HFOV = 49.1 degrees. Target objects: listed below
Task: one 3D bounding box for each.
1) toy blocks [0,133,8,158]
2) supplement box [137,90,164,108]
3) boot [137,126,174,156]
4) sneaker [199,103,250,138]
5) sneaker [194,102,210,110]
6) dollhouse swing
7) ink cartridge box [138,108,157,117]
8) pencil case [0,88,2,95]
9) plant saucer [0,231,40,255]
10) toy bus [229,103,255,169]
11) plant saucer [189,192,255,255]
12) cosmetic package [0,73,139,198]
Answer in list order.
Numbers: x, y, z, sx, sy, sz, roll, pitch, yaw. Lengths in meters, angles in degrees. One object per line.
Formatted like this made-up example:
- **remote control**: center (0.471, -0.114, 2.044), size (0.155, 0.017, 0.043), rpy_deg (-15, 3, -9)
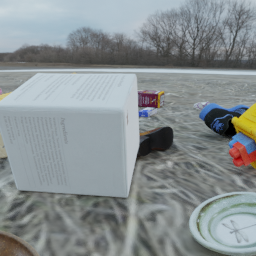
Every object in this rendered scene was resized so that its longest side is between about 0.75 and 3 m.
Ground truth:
- **toy blocks**: center (-3.942, 0.228, 8.559), size (2.015, 0.732, 1.679), rpy_deg (9, 18, 32)
- **supplement box**: center (0.979, -1.594, 15.144), size (1.790, 0.767, 0.988), rpy_deg (6, 16, 20)
- **boot**: center (0.148, 0.355, 8.691), size (2.086, 0.714, 1.963), rpy_deg (5, 23, 43)
- **sneaker**: center (3.769, -0.166, 9.855), size (2.899, 1.017, 1.129), rpy_deg (0, 41, -36)
- **sneaker**: center (3.722, -1.106, 14.348), size (1.009, 0.378, 0.503), rpy_deg (-7, -1, -27)
- **dollhouse swing**: center (-4.201, -1.866, 12.896), size (2.557, 2.643, 2.908), rpy_deg (31, 19, 1)
- **ink cartridge box**: center (0.920, -0.738, 13.032), size (0.501, 0.236, 1.065), rpy_deg (7, 17, 27)
- **pencil case**: center (-8.636, -2.178, 17.512), size (0.609, 0.637, 1.471), rpy_deg (19, 20, 26)
- **plant saucer**: center (-2.188, 1.973, 2.562), size (2.870, 0.525, 2.870), rpy_deg (-1, 15, 0)
- **toy bus**: center (3.360, 0.412, 6.726), size (1.915, 1.995, 1.354), rpy_deg (-35, 24, -1)
- **plant saucer**: center (1.685, 1.492, 4.238), size (1.459, 0.366, 1.459), rpy_deg (-16, 14, 4)
- **cosmetic package**: center (-1.074, 0.045, 6.116), size (2.427, 2.018, 2.031), rpy_deg (2, 28, 8)
